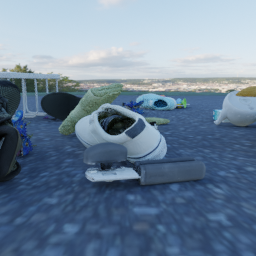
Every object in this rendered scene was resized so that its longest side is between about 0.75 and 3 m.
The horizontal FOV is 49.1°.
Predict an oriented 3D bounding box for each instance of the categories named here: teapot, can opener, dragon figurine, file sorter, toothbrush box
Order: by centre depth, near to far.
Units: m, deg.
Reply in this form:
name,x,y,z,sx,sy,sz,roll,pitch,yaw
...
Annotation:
name,x,y,z,sx,sy,sz,roll,pitch,yaw
can opener,0.236,0.450,3.695,1.627,0.544,0.434,-3,9,-16
dragon figurine,-2.563,0.010,5.817,1.238,0.733,2.491,-1,13,-19
teapot,3.579,-0.506,8.797,1.293,0.944,1.276,23,48,25
toothbrush box,3.495,-0.437,9.964,0.631,0.368,0.862,-1,9,-8
file sorter,-4.249,-1.267,10.868,1.929,1.731,2.780,4,10,23
dragon figurine,0.393,-0.941,12.500,0.996,0.589,2.003,7,12,39

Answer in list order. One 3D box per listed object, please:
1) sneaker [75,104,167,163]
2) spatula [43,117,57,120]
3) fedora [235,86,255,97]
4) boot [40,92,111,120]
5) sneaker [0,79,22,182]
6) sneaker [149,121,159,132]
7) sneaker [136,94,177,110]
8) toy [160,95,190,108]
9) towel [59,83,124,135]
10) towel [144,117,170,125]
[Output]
name,x,y,z,sx,sy,sz,roll,pitch,yaw
sneaker,-0.316,-0.054,5.032,0.886,0.859,2.427,-46,33,-24
spatula,-2.861,-0.361,10.389,0.252,0.092,0.891,-8,12,-41
fedora,3.598,-0.176,5.665,2.905,1.185,2.905,5,6,-1
boot,-2.231,-0.826,11.103,2.827,0.979,2.461,5,4,-30
sneaker,-2.007,0.020,4.134,1.557,1.039,2.717,7,24,6
sneaker,0.044,0.060,5.936,1.562,0.624,0.557,8,12,42
sneaker,1.308,-1.364,14.425,2.257,0.834,0.925,5,5,31
toy,1.903,-1.525,15.973,2.889,0.682,1.663,5,9,28
towel,-0.939,-0.568,7.495,1.571,0.386,2.117,-45,-1,22
towel,0.875,-0.235,9.342,0.687,0.169,0.926,-5,9,-35
